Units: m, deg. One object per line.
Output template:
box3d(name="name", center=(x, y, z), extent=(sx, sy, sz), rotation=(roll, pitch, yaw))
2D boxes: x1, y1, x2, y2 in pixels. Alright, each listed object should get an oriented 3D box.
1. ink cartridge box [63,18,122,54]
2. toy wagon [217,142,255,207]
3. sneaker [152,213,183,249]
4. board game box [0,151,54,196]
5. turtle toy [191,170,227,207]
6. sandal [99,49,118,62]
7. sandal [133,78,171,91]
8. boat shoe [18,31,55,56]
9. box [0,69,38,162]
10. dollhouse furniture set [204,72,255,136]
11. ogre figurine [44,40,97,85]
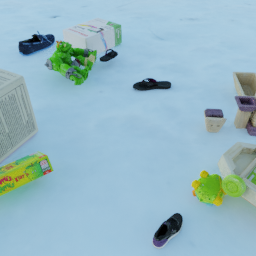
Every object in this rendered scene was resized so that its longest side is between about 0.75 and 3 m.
box3d(name="ink cartridge box", center=(-1.589, -4.123, 12.662), extent=(1.593, 0.924, 2.200), rotation=(29, 47, 31))
box3d(name="toy wagon", center=(3.363, 1.336, 6.037), extent=(2.809, 0.556, 2.180), rotation=(38, 41, 26))
box3d(name="sneaker", center=(0.841, 1.998, 5.631), extent=(0.342, 0.395, 0.903), rotation=(28, 47, 29))
box3d(name="board game box", center=(-2.710, 1.114, 6.370), extent=(1.791, 0.426, 0.910), rotation=(-24, 15, -27))
box3d(name="turtle toy", center=(1.851, 1.353, 6.309), extent=(0.744, 0.516, 1.021), rotation=(37, 49, 20))
box3d(name="sandal", center=(-0.743, -2.983, 11.314), extent=(0.469, 0.299, 1.249), rotation=(10, 32, 16))
box3d(name="sandal", center=(0.864, -1.624, 10.089), extent=(1.407, 0.337, 0.529), rotation=(-5, 40, -6))
box3d(name="boat shoe", center=(-4.014, -3.879, 12.557), extent=(0.844, 0.689, 2.007), rotation=(17, 42, 20))
box3d(name="box", center=(-3.967, -0.023, 6.911), extent=(1.616, 1.896, 2.966), rotation=(19, 43, 22))
box3d(name="dollhouse furniture set", center=(3.499, -1.528, 8.554), extent=(2.377, 2.129, 3.000), rotation=(3, 39, 4))
box3d(name="ogre figurine", center=(-2.126, -2.482, 10.539), extent=(1.540, 1.260, 2.569), rotation=(18, 55, -6))
